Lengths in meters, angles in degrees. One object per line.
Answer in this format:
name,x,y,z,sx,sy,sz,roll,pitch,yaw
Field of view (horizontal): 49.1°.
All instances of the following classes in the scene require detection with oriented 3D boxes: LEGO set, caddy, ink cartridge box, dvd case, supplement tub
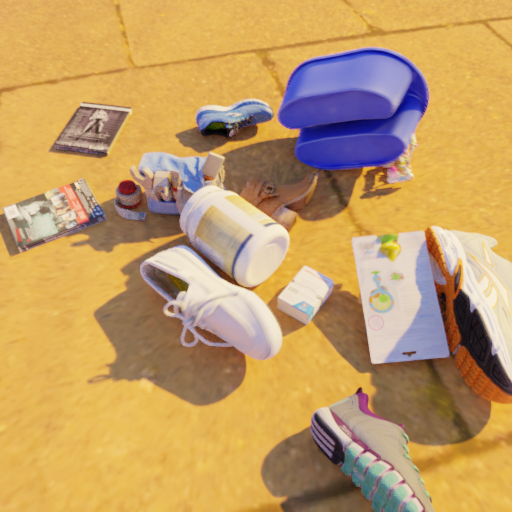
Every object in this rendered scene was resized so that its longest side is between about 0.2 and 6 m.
LEGO set,2.989,-2.509,12.459,0.958,0.775,2.082,-11,48,-15
caddy,1.993,-3.145,11.872,3.152,2.228,1.655,1,51,32
ink cartridge box,0.889,0.700,10.069,0.649,0.380,0.886,29,55,22
dvd case,-4.154,-0.865,11.512,1.779,0.196,1.299,-24,54,-20
dvd case,-3.861,-3.067,13.390,1.310,0.141,1.761,8,50,7
supplement tub,-0.428,-0.400,10.399,1.295,1.295,1.794,-37,59,-27

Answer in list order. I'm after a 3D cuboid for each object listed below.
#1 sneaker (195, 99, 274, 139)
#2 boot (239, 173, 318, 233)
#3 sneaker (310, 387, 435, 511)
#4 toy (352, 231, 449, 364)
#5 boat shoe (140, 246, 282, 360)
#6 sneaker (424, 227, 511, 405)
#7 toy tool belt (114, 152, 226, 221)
sneaker,-0.482,-3.115,13.155,1.843,0.724,0.822,-10,57,3
boot,0.463,-1.323,11.611,1.283,0.634,1.652,28,68,13
sneaker,1.993,2.958,7.824,1.167,0.992,2.667,-26,54,-27
toy,2.452,0.725,9.790,1.298,0.532,2.254,-5,73,0
boat shoe,-0.960,0.836,9.285,1.261,1.093,2.958,-20,47,-41
sneaker,4.001,0.798,9.462,1.586,1.305,3.447,-3,51,-8
toy tool belt,-1.775,-1.580,11.287,2.345,1.441,1.464,4,50,3
